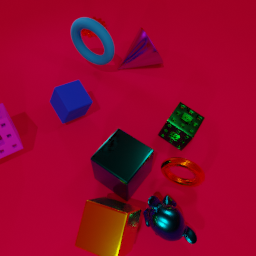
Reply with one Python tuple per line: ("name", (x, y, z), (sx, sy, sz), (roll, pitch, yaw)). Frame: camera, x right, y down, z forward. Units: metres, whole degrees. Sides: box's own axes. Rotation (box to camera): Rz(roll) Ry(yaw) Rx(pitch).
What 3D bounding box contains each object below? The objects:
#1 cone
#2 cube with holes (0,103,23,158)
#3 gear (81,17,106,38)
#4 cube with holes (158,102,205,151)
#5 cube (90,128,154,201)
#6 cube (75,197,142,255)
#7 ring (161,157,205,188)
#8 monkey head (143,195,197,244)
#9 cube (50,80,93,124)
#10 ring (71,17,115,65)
("cone", (0.252, -2.591, 10.288), (1.537, 1.531, 1.531), (-33, 57, 10))
("cube with holes", (-3.755, 0.140, 7.870), (1.062, 1.062, 1.062), (-25, 36, -17))
("gear", (-1.516, -4.252, 11.782), (1.156, 0.214, 1.156), (0, 55, 0))
("cube with holes", (1.558, -0.043, 8.264), (0.861, 0.861, 0.861), (34, 57, 6))
("cube", (-0.139, 0.981, 7.473), (1.183, 1.183, 1.183), (31, 60, 20))
("cube", (-0.397, 2.133, 6.070), (0.986, 0.986, 0.986), (12, 85, 20))
("ring", (1.424, 1.173, 7.342), (1.179, 1.179, 0.236), (18, 53, 12))
("monkey head", (0.985, 2.109, 6.757), (1.560, 0.940, 1.122), (43, 57, -7))
("cube", (-1.765, -0.809, 8.642), (0.871, 0.871, 0.871), (-26, 79, -33))
("ring", (-1.183, -2.844, 9.307), (1.709, 1.709, 0.342), (27, 58, 18))
